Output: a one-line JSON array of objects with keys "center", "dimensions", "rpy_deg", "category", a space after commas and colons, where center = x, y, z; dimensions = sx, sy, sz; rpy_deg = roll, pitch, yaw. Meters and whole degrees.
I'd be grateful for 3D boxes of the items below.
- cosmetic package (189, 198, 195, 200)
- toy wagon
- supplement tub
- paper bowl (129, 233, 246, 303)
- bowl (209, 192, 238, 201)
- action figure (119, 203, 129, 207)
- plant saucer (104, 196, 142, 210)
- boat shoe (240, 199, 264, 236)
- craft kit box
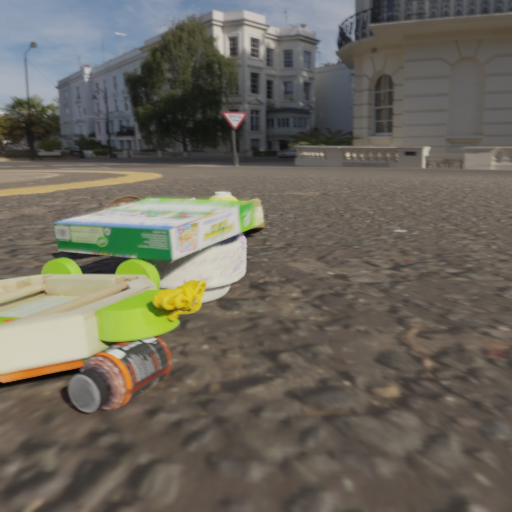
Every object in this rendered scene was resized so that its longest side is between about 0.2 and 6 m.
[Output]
[{"center": [-2.097, -1.099, 14.489], "dimensions": [1.222, 0.518, 0.658], "rpy_deg": [-12, 23, -11], "category": "cosmetic package"}, {"center": [-2.104, 0.596, 5.668], "dimensions": [3.485, 0.690, 2.704], "rpy_deg": [0, 11, 25], "category": "toy wagon"}, {"center": [-1.168, 1.012, 4.833], "dimensions": [0.488, 0.488, 0.913], "rpy_deg": [6, 13, 26], "category": "supplement tub"}, {"center": [-0.972, 0.128, 8.074], "dimensions": [1.669, 0.868, 1.669], "rpy_deg": [0, 15, 0], "category": "paper bowl"}, {"center": [-1.042, -1.639, 17.414], "dimensions": [1.241, 0.668, 1.241], "rpy_deg": [0, 12, 0], "category": "bowl"}, {"center": [-2.524, -0.752, 11.720], "dimensions": [0.761, 1.280, 0.653], "rpy_deg": [31, -17, 21], "category": "action figure"}, {"center": [-2.811, -0.738, 12.190], "dimensions": [1.163, 1.163, 0.200], "rpy_deg": [2, -15, 7], "category": "plant saucer"}, {"center": [-1.045, -0.853, 12.504], "dimensions": [2.492, 0.784, 0.909], "rpy_deg": [-5, -11, -15], "category": "boat shoe"}, {"center": [-1.304, -0.416, 7.492], "dimensions": [1.917, 0.465, 1.893], "rpy_deg": [5, 20, 30], "category": "craft kit box"}]
